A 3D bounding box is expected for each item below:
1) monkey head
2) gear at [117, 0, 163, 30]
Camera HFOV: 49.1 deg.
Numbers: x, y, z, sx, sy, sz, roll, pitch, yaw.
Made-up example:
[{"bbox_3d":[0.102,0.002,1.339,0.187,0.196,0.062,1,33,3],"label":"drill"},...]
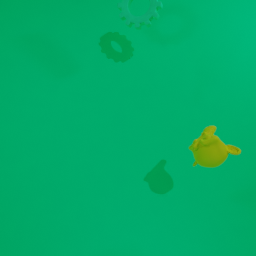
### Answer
[{"bbox_3d":[1.917,0.445,6.454,0.767,1.272,0.915,50,47,-13],"label":"monkey head"},{"bbox_3d":[0.342,-3.554,8.157,1.284,0.237,1.284,1,92,17],"label":"gear"}]
